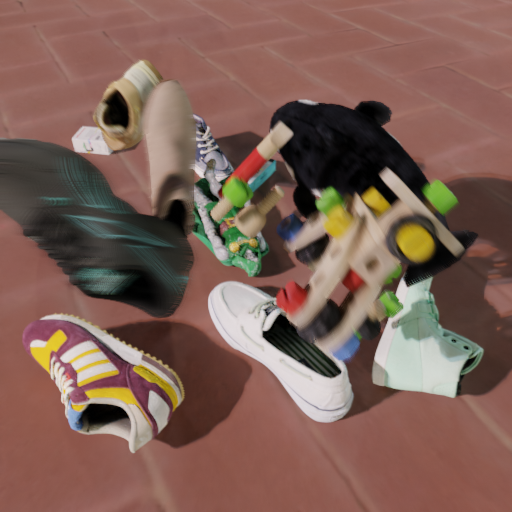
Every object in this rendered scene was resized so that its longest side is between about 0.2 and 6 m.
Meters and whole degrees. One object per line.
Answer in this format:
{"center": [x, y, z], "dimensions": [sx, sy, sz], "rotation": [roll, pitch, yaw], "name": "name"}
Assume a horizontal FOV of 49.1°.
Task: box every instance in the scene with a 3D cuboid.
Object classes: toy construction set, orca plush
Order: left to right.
{"center": [1.296, -1.306, 8.747], "dimensions": [1.510, 2.235, 4.247], "rotation": [19, 38, -50], "name": "orca plush"}
{"center": [1.187, -0.543, 7.509], "dimensions": [3.167, 2.434, 2.642], "rotation": [47, 23, 7], "name": "toy construction set"}

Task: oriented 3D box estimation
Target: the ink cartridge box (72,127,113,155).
{"center": [-4.257, -3.057, 14.852], "dimensions": [0.980, 0.412, 0.710], "rotation": [7, 41, 8], "name": "ink cartridge box"}

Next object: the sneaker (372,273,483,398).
{"center": [3.033, 1.227, 9.427], "dimensions": [1.546, 0.965, 2.621], "rotation": [12, 52, 22], "name": "sneaker"}

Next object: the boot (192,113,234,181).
{"center": [-1.322, -2.736, 14.009], "dimensions": [0.823, 1.022, 2.262], "rotation": [-25, 46, -26], "name": "boot"}

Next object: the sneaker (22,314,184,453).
{"center": [-2.654, 1.887, 8.563], "dimensions": [2.980, 1.117, 1.343], "rotation": [17, 37, 20], "name": "sneaker"}

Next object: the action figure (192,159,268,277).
{"center": [-0.668, -0.794, 11.857], "dimensions": [1.954, 0.905, 3.308], "rotation": [-17, 51, -20], "name": "action figure"}

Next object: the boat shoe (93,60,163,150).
{"center": [-2.573, -2.678, 10.532], "dimensions": [0.904, 2.723, 1.008], "rotation": [-41, 94, -30], "name": "boat shoe"}

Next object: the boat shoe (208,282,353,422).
{"center": [0.393, 1.217, 9.332], "dimensions": [1.237, 1.123, 3.363], "rotation": [-30, 49, -30], "name": "boat shoe"}

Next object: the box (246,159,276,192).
{"center": [-0.070, -1.981, 13.667], "dimensions": [0.545, 0.325, 1.323], "rotation": [21, 45, 23], "name": "box"}

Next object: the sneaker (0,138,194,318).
{"center": [-2.070, -0.302, 6.878], "dimensions": [3.116, 1.175, 1.235], "rotation": [31, 35, -26], "name": "sneaker"}

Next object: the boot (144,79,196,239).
{"center": [-1.173, -1.192, 8.041], "dimensions": [0.770, 2.192, 1.602], "rotation": [-4, 38, -9], "name": "boot"}
